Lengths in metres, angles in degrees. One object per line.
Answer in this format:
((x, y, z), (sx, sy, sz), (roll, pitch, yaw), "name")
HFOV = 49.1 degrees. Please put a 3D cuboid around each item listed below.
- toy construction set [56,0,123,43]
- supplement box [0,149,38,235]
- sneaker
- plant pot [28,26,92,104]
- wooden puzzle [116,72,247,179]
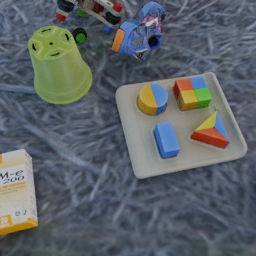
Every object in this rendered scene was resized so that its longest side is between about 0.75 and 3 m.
((-1.312, -3.911, 7.868), (1.999, 2.397, 1.841), (-17, 59, -18), "toy construction set")
((-2.604, 1.387, 6.057), (1.028, 0.600, 1.632), (-13, 64, -6), "supplement box")
((0.500, -2.604, 7.740), (1.032, 0.991, 2.630), (35, 51, 0), "sneaker")
((-1.778, -1.670, 7.103), (1.609, 1.480, 1.609), (0, 63, -1), "plant pot")
((1.235, -0.255, 6.867), (2.731, 0.632, 2.530), (-12, 64, -5), "wooden puzzle")
